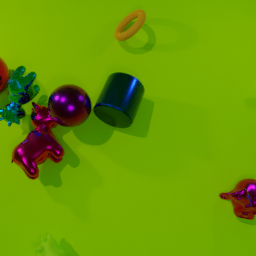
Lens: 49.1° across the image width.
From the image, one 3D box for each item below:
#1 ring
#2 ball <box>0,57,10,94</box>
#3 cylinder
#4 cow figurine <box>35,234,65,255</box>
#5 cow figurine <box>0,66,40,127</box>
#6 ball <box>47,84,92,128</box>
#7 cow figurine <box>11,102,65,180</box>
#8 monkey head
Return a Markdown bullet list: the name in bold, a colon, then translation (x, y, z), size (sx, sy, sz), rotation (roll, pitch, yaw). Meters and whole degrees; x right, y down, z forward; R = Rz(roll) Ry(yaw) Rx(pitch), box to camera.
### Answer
- **ring**: translation (0.058, -3.029, 8.259), size (0.227, 1.137, 1.137), rotation (40, 74, -35)
- **ball**: translation (-3.926, -1.453, 7.646), size (1.301, 1.301, 1.301), rotation (0, 75, 0)
- **cylinder**: translation (-0.226, -0.725, 7.466), size (1.094, 1.094, 1.094), rotation (19, 64, 5)
- **cow figurine**: translation (-2.116, 3.281, 6.595), size (1.357, 0.745, 1.336), rotation (-17, 80, 14)
- **cow figurine**: translation (-2.841, -0.766, 7.160), size (0.732, 1.334, 1.313), rotation (29, 65, 1)
- **ball**: translation (-1.462, -0.557, 7.048), size (1.094, 1.094, 1.094), rotation (0, 75, 0)
- **cow figurine**: translation (-2.390, 0.267, 7.320), size (1.716, 0.942, 1.689), rotation (-37, 84, -28)
- **monkey head**: translation (2.853, 1.574, 6.732), size (1.123, 1.560, 0.940), rotation (42, 35, -25)
